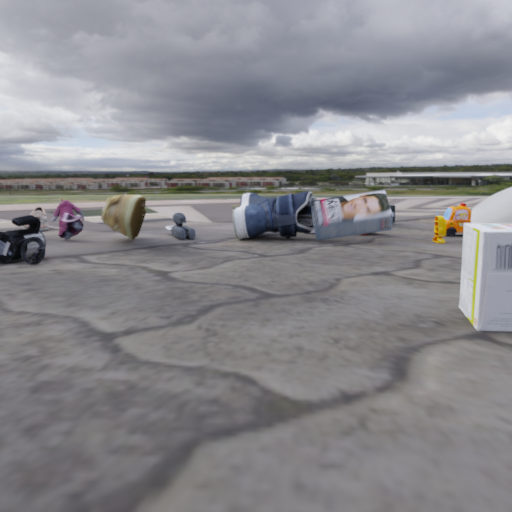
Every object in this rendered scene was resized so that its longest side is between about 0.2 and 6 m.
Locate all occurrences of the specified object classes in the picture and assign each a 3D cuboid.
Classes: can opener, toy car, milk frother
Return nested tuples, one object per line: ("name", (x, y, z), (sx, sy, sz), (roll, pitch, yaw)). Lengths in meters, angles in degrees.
("can opener", (-1.892, -0.754, 13.904), (0.456, 0.572, 1.711), (-3, 8, -19))
("toy car", (4.910, -0.817, 13.427), (1.240, 0.841, 2.529), (2, 8, 19))
("toy car", (2.234, -0.903, 14.690), (2.158, 1.059, 0.718), (5, 53, 25))
("milk frother", (-4.005, -0.157, 9.894), (0.952, 0.859, 0.896), (45, 16, 5))

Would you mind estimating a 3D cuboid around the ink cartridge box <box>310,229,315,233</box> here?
("ink cartridge box", (1.784, -0.864, 15.064), (1.111, 0.468, 0.811), (-1, 8, -5))

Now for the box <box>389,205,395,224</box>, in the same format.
("box", (2.448, -1.283, 17.398), (2.808, 0.691, 2.907), (8, 11, 36))

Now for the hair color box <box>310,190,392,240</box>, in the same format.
("hair color box", (2.166, -0.933, 12.816), (1.731, 0.525, 0.857), (-8, 48, 4))

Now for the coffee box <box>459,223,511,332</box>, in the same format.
("coffee box", (2.677, 0.185, 5.705), (0.980, 0.982, 0.971), (1, 8, 9))

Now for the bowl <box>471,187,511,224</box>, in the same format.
("bowl", (3.959, -0.307, 7.989), (1.532, 0.573, 1.534), (24, -15, -4))

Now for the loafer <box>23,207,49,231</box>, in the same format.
("loafer", (-6.254, -1.050, 15.915), (0.683, 0.598, 1.901), (-3, 8, -18))

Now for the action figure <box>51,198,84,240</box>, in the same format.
("action figure", (-4.512, -0.968, 13.222), (0.761, 1.136, 0.846), (-17, -30, -12))

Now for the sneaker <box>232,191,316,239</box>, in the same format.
("sneaker", (0.559, -1.098, 14.013), (1.973, 1.038, 2.730), (-9, 16, 7))

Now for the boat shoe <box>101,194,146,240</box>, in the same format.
("boat shoe", (-2.987, -0.892, 12.463), (0.867, 0.967, 2.612), (17, -8, -9))
